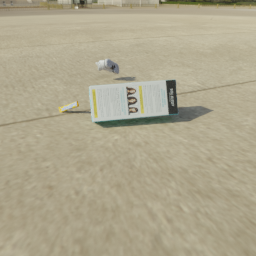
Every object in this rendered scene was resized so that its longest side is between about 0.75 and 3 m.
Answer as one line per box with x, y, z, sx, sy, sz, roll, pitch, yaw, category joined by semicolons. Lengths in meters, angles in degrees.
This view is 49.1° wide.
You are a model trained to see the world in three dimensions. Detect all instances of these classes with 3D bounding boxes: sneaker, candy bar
-0.936;-2.826;12.945;0.721;0.471;1.254;2;-10;28;sneaker
-2.034;-0.730;9.650;0.909;0.227;0.101;-15;-3;29;candy bar

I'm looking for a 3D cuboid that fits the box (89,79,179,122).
0.173;-0.868;9.004;2.759;1.135;0.678;-5;3;-8;box
